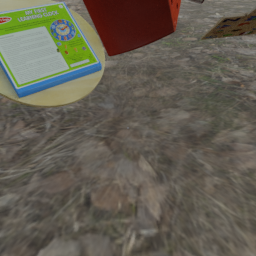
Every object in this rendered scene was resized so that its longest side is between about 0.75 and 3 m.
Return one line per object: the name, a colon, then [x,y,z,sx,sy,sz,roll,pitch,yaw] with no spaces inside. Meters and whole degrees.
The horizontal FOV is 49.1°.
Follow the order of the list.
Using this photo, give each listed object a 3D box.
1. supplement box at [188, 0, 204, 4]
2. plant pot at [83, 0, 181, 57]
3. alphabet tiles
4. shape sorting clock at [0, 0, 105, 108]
supplement box: [1.726,-3.647,6.142,0.582,1.041,1.912,16,2,1]
plant pot: [0.330,-4.030,8.552,2.265,2.570,2.568,3,59,20]
alphabet tiles: [2.277,-1.794,4.551,1.678,0.076,2.008,-6,3,0]
shape sorting clock: [-1.516,-1.374,4.868,2.300,0.451,2.300,9,66,-22]
